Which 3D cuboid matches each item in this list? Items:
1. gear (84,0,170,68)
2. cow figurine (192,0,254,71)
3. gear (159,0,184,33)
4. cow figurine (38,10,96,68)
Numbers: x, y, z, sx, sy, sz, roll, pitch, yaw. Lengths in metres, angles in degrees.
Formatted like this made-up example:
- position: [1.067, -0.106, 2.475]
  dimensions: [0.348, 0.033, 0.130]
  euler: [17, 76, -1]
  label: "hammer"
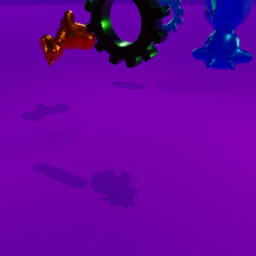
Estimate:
- position: [-0.048, -1.649, 4.278]
  dimensions: [1.404, 1.404, 0.260]
  euler: [16, 35, 30]
  label: "gear"
- position: [1.315, -1.523, 3.707]
  dimensions: [0.768, 1.400, 1.377]
  euler: [8, 52, 12]
  label: "cow figurine"
- position: [1.365, -4.338, 10.803]
  dimensions: [1.547, 1.547, 0.286]
  euler: [5, 3, 11]
  label: "gear"
- position: [-1.741, -2.550, 8.325]
  dimensions: [1.707, 1.679, 0.937]
  euler: [9, -6, -25]
  label: "cow figurine"
